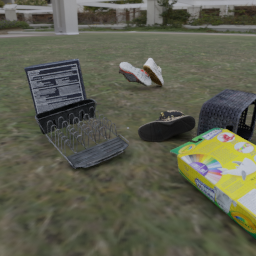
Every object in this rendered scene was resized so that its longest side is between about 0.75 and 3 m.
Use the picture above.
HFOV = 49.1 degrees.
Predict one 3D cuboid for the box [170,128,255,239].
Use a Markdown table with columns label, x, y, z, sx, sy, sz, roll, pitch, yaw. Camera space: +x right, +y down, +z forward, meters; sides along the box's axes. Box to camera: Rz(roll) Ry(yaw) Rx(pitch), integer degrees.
| label | x | y | z | sx | sy | sz | roll | pitch | yaw |
| --- | --- | --- | --- | --- | --- | --- | --- | --- | --- |
| box | 1.862 | 0.785 | 4.928 | 1.295 | 0.534 | 2.208 | -24 | 37 | -19 |

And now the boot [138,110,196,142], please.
| label | x | y | z | sx | sy | sz | roll | pitch | yaw |
| --- | --- | --- | --- | --- | --- | --- | --- | --- | --- |
| boot | 0.979 | -0.104 | 7.573 | 1.476 | 0.540 | 1.111 | -16 | 13 | 3 |

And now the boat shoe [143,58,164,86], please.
| label | x | y | z | sx | sy | sz | roll | pitch | yaw |
| --- | --- | --- | --- | --- | --- | --- | --- | --- | --- |
| boat shoe | 1.200 | -2.369 | 11.915 | 0.577 | 0.565 | 1.630 | 20 | -12 | 31 |

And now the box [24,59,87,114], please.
| label | x | y | z | sx | sy | sz | roll | pitch | yaw |
| --- | --- | --- | --- | --- | --- | --- | --- | --- | --- |
| box | -2.120 | -1.221 | 8.563 | 1.581 | 1.568 | 0.974 | -11 | 18 | -8 |

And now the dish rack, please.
| label | x | y | z | sx | sy | sz | roll | pitch | yaw |
| --- | --- | --- | --- | --- | --- | --- | --- | --- | --- |
| dish rack | -1.066 | 0.093 | 6.662 | 1.623 | 0.577 | 2.116 | -22 | 38 | -28 |

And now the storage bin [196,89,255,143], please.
| label | x | y | z | sx | sy | sz | roll | pitch | yaw |
| --- | --- | --- | --- | --- | --- | --- | --- | --- | --- |
| storage bin | 2.402 | -0.116 | 6.667 | 0.863 | 1.245 | 1.841 | 17 | 28 | 33 |

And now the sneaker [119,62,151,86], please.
| label | x | y | z | sx | sy | sz | roll | pitch | yaw |
| --- | --- | --- | --- | --- | --- | --- | --- | --- | --- |
| sneaker | 0.284 | -2.191 | 11.918 | 1.541 | 0.631 | 0.594 | 35 | 51 | 3 |
